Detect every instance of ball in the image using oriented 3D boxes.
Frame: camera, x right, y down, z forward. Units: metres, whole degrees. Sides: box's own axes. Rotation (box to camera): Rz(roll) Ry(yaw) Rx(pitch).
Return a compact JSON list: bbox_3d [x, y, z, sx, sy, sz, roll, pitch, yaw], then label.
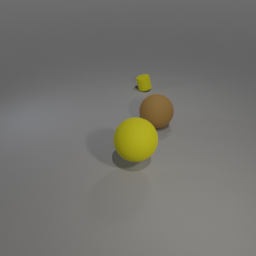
[{"bbox_3d":[1.164,-0.689,11.464,1.400,1.400,1.400,0,31,0],"label":"ball"},{"bbox_3d":[0.244,0.368,8.859,1.400,1.400,1.400,0,31,0],"label":"ball"}]

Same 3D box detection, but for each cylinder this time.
[{"bbox_3d":[0.848,-2.414,14.908,0.700,0.700,0.700,-13,27,7],"label":"cylinder"}]
